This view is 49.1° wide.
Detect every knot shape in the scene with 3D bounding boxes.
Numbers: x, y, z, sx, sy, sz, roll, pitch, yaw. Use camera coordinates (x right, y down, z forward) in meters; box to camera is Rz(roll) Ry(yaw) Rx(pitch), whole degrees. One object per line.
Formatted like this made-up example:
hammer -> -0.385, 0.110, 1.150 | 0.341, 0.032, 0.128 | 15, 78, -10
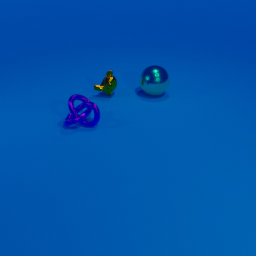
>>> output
knot shape -> -1.415, -0.543, 8.387 | 1.176, 0.543, 1.100 | -12, 60, 4

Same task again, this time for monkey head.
monkey head -> -0.791, -1.565, 9.977 | 0.805, 1.119, 0.674 | 9, 64, -3

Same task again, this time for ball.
ball -> 0.947, -1.691, 10.008 | 1.090, 1.090, 1.090 | 0, 32, 0
